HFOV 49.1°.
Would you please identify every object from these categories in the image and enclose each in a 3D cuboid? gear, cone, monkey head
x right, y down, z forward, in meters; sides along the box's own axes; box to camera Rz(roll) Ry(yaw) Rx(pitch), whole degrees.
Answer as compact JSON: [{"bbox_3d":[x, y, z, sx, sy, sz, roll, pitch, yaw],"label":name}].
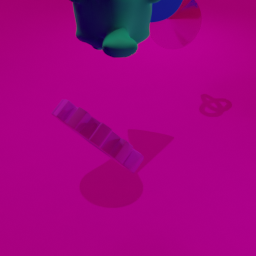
[{"bbox_3d":[-0.335,0.101,3.155,1.114,1.114,0.206,31,80,31],"label":"gear"},{"bbox_3d":[0.482,-2.994,5.280,1.352,1.352,1.357,10,60,12],"label":"cone"},{"bbox_3d":[0.912,-2.290,5.949,1.255,1.255,1.260,10,20,12],"label":"cone"},{"bbox_3d":[-0.101,-0.903,2.187,1.036,0.624,0.745,-3,30,-8],"label":"monkey head"}]
